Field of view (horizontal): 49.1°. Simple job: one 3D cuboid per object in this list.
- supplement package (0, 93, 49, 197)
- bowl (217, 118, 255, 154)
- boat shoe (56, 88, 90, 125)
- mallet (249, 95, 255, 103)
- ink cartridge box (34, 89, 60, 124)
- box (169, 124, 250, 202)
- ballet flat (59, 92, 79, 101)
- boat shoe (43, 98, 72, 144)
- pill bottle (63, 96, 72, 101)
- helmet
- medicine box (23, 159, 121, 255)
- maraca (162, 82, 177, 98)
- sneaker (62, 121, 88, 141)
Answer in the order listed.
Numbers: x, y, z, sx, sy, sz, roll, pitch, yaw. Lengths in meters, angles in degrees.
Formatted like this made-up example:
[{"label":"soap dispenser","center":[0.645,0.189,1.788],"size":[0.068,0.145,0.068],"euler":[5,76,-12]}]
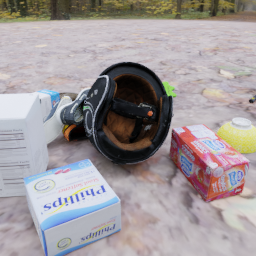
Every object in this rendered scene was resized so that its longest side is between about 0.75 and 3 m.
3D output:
[{"label":"supplement package","center":[-3.153,0.413,7.325],"size":[1.654,2.196,1.666],"euler":[-3,27,-5]},{"label":"bowl","center":[3.768,0.134,9.445],"size":[1.502,0.808,1.502],"euler":[0,26,0]},{"label":"boat shoe","center":[-1.467,-0.724,9.516],"size":[0.685,0.858,2.270],"euler":[2,34,28]},{"label":"mallet","center":[6.388,-1.736,13.621],"size":[2.413,0.496,0.795],"euler":[-24,35,-32]},{"label":"ink cartridge box","center":[-3.306,-0.388,9.694],"size":[0.832,1.441,1.973],"euler":[17,28,30]},{"label":"box","center":[2.112,0.850,7.723],"size":[1.107,1.060,2.221],"euler":[-8,28,-16]},{"label":"ballet flat","center":[-3.107,-1.338,12.778],"size":[2.287,0.530,0.770],"euler":[1,-7,-10]},{"label":"boat shoe","center":[-2.480,-0.252,9.357],"size":[0.536,0.649,1.734],"euler":[-2,60,52]},{"label":"pill bottle","center":[-2.681,-1.037,12.066],"size":[0.528,0.528,0.950],"euler":[-4,27,-7]},{"label":"helmet","center":[-0.039,-0.482,8.399],"size":[2.830,2.830,2.698],"euler":[-3,21,-5]},{"label":"medicine box","center":[-1.263,1.689,6.225],"size":[1.637,0.925,1.797],"euler":[-15,30,-26]},{"label":"maraca","center":[1.071,-1.784,12.817],"size":[2.331,1.247,1.598],"euler":[6,50,-10]},{"label":"sneaker","center":[-1.034,-0.062,9.834],"size":[2.546,0.890,1.146],"euler":[-13,33,-13]}]
